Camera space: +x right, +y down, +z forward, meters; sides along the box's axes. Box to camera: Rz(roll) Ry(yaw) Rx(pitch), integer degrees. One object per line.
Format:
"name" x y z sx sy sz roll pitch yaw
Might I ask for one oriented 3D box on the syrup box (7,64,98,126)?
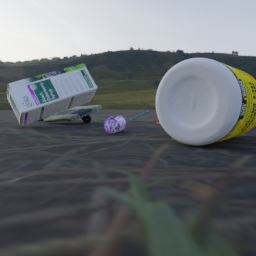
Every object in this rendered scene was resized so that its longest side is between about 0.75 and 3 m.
"syrup box" -2.477 -1.130 9.260 2.647 1.042 1.078 -23 -12 -31

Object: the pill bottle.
"pill bottle" 1.737 -0.478 5.367 1.416 1.416 2.519 3 6 37

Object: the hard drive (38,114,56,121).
"hard drive" -3.838 -0.522 13.079 1.698 0.321 1.186 0 4 7

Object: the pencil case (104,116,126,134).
"pencil case" -0.314 -0.096 7.031 0.406 0.413 0.967 -3 3 10

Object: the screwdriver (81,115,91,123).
"screwdriver" -1.785 -0.428 11.839 0.386 0.403 2.771 -4 3 -10

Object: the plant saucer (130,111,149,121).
"plant saucer" 0.509 -0.534 12.134 0.885 0.084 0.310 -27 8 -8

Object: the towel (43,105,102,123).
"towel" -2.124 -0.497 10.748 1.724 0.298 1.660 0 21 40

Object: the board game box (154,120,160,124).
"board game box" 1.708 -0.203 10.159 1.397 0.136 0.719 2 6 21
